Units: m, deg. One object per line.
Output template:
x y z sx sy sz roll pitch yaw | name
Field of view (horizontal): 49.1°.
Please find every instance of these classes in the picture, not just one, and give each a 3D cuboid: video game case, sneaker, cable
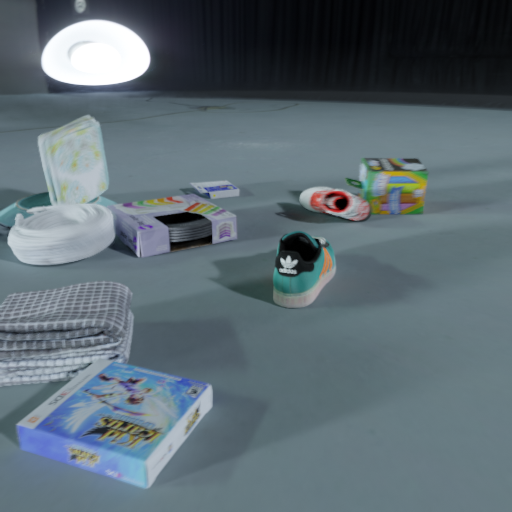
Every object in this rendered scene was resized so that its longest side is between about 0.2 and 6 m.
-1.332 1.556 5.491 1.400 0.318 1.269 8 23 20 | video game case
0.816 -0.027 8.856 0.807 0.904 2.262 6 21 14 | sneaker
1.514 -1.212 12.053 1.818 0.607 0.974 20 4 37 | sneaker
-3.477 -0.399 10.054 1.828 0.633 1.828 -8 24 -3 | cable

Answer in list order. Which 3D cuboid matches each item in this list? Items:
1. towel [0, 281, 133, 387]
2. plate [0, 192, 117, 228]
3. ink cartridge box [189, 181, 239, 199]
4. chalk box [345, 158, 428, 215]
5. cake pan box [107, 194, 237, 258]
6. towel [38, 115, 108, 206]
-2.381 0.850 6.779 1.706 0.730 1.412 -4 20 -9 | towel
-4.415 -1.106 12.555 2.643 0.338 2.643 -1 21 0 | plate
-1.075 -1.679 14.239 1.037 0.244 1.025 -9 24 -19 | ink cartridge box
2.884 -1.586 12.738 1.704 1.056 1.063 0 26 2 | chalk box
-1.680 -0.640 11.018 1.991 0.566 2.162 -13 24 -26 | cake pan box
-3.742 -1.863 11.571 0.420 1.746 1.494 14 35 24 | towel
